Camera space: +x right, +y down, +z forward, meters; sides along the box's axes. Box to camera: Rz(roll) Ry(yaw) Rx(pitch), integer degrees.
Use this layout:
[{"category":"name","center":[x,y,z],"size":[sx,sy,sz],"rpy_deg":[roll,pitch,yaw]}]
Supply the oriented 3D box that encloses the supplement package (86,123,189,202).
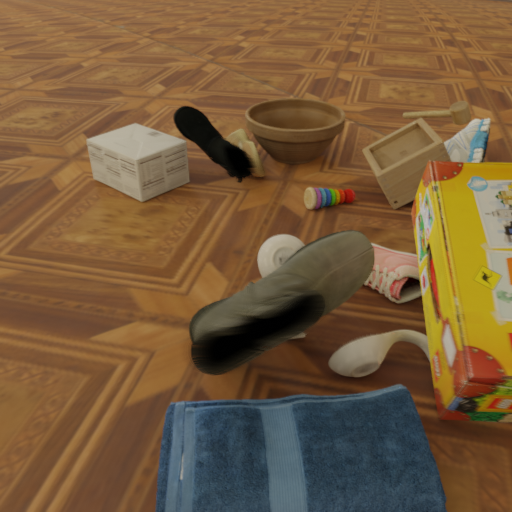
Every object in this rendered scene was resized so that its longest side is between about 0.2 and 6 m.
[{"category":"supplement package","center":[-2.891,-2.349,13.829],"size":[1.994,1.106,1.553],"rpy_deg":[26,41,34]}]

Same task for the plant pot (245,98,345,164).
[{"category":"plant pot","center":[1.043,-3.300,15.213],"size":[2.661,1.228,2.661],"rpy_deg":[0,32,0]}]

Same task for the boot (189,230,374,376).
[{"category":"boot","center":[0.597,0.668,7.900],"size":[3.347,1.133,2.186],"rpy_deg":[-29,4,-11]}]

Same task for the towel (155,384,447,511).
[{"category":"towel","center":[0.495,2.453,6.692],"size":[3.259,0.791,1.819],"rpy_deg":[-1,34,-2]}]

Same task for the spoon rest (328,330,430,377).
[{"category":"spoon rest","center":[1.895,1.430,8.362],"size":[1.771,0.880,0.537],"rpy_deg":[-1,50,-19]}]

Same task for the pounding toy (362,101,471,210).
[{"category":"pounding toy","center":[3.974,-2.525,13.276],"size":[2.557,1.170,2.247],"rpy_deg":[-27,30,13]}]

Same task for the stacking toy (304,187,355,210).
[{"category":"stacking toy","center":[1.734,-1.358,12.968],"size":[1.197,0.511,0.511],"rpy_deg":[-6,33,-21]}]

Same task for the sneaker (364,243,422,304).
[{"category":"sneaker","center":[2.189,0.305,10.074],"size":[1.918,0.722,1.003],"rpy_deg":[8,28,5]}]

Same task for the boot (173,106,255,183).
[{"category":"boot","center":[-0.966,-2.647,13.257],"size":[0.730,1.972,1.616],"rpy_deg":[-46,37,-1]}]

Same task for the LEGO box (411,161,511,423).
[{"category":"LEGO box","center":[3.905,0.424,8.093],"size":[2.731,1.415,3.667],"rpy_deg":[2,56,3]}]

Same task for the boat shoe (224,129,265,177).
[{"category":"boat shoe","center":[-0.349,-2.579,14.581],"size":[0.734,0.811,2.275],"rpy_deg":[-23,34,-2]}]

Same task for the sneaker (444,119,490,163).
[{"category":"sneaker","center":[5.125,-2.682,14.330],"size":[1.465,1.267,3.380],"rpy_deg":[9,33,23]}]

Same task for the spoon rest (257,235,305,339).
[{"category":"spoon rest","center":[0.498,0.507,9.290],"size":[0.871,0.532,1.754],"rpy_deg":[-4,78,-5]}]
